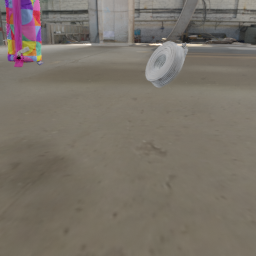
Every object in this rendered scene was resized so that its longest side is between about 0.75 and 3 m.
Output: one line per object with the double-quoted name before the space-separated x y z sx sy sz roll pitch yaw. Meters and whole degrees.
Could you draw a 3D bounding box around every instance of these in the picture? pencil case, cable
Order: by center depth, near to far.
"cable" 0.960 -1.676 7.386 0.416 1.201 1.201 26 -21 -32
"pencil case" -3.460 -3.492 9.279 1.239 2.803 1.239 3 19 -1
